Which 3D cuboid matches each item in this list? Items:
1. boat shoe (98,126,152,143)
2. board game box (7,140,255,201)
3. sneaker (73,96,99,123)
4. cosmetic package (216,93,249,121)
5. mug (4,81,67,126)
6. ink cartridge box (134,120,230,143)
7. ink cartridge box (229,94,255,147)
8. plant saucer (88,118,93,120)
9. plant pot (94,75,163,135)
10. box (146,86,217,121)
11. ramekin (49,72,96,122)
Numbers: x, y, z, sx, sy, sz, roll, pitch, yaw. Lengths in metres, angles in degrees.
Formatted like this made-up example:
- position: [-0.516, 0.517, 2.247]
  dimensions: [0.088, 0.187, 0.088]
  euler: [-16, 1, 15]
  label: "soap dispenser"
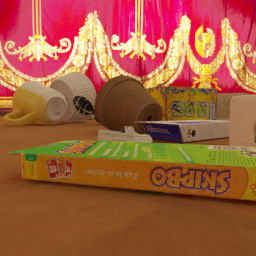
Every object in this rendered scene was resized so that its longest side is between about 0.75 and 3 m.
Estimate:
- position: [-0.043, 0.146, 5.120]
  dimensions: [1.054, 0.361, 0.380]
  euler: [-1, 5, -16]
  label: "boat shoe"
- position: [0.089, 0.344, 2.917]
  dimensions: [2.421, 0.363, 1.156]
  euler: [4, 5, 18]
  label: "board game box"
- position: [-1.445, -0.636, 10.491]
  dimensions: [1.495, 0.580, 0.645]
  euler: [38, -6, -13]
  label: "sneaker"
- position: [4.263, -0.969, 13.182]
  dimensions: [2.514, 1.301, 0.919]
  euler: [6, 7, 42]
  label: "cosmetic package"
- position: [-3.308, -0.681, 10.604]
  dimensions: [1.715, 2.089, 1.673]
  euler: [15, -19, 40]
  label: "mug"
- position: [1.269, 0.037, 6.207]
  dimensions: [2.146, 0.421, 1.067]
  euler: [-2, 5, -36]
  label: "ink cartridge box"
- position: [2.762, -0.044, 3.956]
  dimensions: [1.548, 0.932, 2.131]
  euler: [-1, 6, -24]
  label: "ink cartridge box"
- position: [-1.710, -0.695, 15.417]
  dimensions: [2.612, 0.385, 2.612]
  euler: [-1, 5, 0]
  label: "plant saucer"
- position: [0.144, -0.456, 7.203]
  dimensions: [1.564, 1.564, 1.364]
  euler: [-4, 24, -40]
  label: "plant pot"
- position: [1.771, -0.813, 10.622]
  dimensions: [2.167, 1.372, 2.249]
  euler: [-2, 4, -24]
  label: "box"
- position: [-2.489, -1.265, 12.041]
  dimensions: [2.255, 2.255, 1.050]
  euler: [3, 17, 36]
  label: "ramekin"
